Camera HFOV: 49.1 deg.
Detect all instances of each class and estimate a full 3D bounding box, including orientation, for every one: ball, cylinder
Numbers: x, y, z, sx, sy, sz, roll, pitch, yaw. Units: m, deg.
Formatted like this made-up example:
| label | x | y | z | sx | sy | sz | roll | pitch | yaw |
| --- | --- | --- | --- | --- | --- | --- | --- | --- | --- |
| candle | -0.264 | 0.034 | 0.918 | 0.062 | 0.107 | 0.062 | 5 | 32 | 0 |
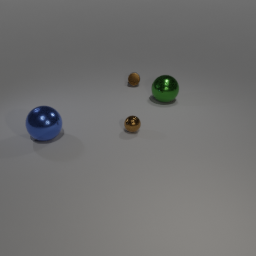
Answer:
| label | x | y | z | sx | sy | sz | roll | pitch | yaw |
| --- | --- | --- | --- | --- | --- | --- | --- | --- | --- |
| ball | -3.301 | -0.185 | 11.037 | 1.400 | 1.400 | 1.400 | 0 | 30 | 0 |
| ball | 0.186 | -0.169 | 11.601 | 0.700 | 0.700 | 0.700 | 0 | 30 | 0 |
| cylinder | 0.350 | -2.869 | 16.292 | 0.700 | 0.700 | 0.700 | 1 | 16 | 1 |
| ball | 1.883 | -1.981 | 14.163 | 1.400 | 1.400 | 1.400 | 0 | 30 | 0 |
